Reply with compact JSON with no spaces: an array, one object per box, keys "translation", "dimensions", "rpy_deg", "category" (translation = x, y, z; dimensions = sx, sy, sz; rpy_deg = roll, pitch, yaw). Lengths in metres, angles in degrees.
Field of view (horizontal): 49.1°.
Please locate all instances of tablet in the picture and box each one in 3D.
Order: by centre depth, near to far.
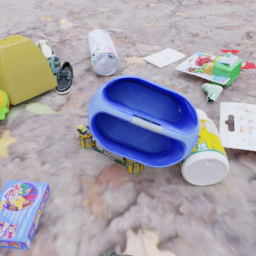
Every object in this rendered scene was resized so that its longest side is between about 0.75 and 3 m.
[{"translation":[1.731,-3.319,13.172],"dimensions":[1.789,0.122,1.164],"rpy_deg":[-30,49,-30],"category":"tablet"}]

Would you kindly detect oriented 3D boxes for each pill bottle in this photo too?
[{"translation":[1.989,0.435,7.896],"dimensions":[1.206,1.206,2.138],"rpy_deg":[1,41,1],"category":"pill bottle"}]

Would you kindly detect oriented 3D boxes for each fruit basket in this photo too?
[{"translation":[3.431,-2.628,11.594],"dimensions":[2.234,1.047,2.069],"rpy_deg":[31,49,28],"category":"fruit basket"}]

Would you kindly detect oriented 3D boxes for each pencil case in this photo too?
[{"translation":[-1.177,-3.412,12.465],"dimensions":[1.234,1.131,2.721],"rpy_deg":[15,34,-23],"category":"pencil case"}]

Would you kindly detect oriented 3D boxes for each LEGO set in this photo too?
[{"translation":[-0.207,-0.097,8.244],"dimensions":[2.697,1.563,2.074],"rpy_deg":[31,49,31],"category":"LEGO set"}]

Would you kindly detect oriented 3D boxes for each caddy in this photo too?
[{"translation":[0.375,-0.178,6.861],"dimensions":[2.722,1.925,1.429],"rpy_deg":[20,9,-9],"category":"caddy"}]

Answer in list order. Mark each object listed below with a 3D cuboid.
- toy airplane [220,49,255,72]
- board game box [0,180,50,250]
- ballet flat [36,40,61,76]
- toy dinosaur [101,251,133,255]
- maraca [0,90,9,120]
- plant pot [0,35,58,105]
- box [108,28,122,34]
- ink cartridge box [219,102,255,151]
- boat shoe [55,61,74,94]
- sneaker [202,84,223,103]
[{"translation":[4.793,-3.096,12.714],"dimensions":[1.996,0.367,1.996],"rpy_deg":[1,40,-1],"category":"toy airplane"},{"translation":[-2.644,2.012,6.686],"dimensions":[1.082,0.360,1.610],"rpy_deg":[4,40,4],"category":"board game box"},{"translation":[-3.688,-3.396,12.594],"dimensions":[1.084,1.084,2.921],"rpy_deg":[-20,44,-22],"category":"ballet flat"},{"translation":[0.315,2.965,5.512],"dimensions":[2.115,0.502,0.932],"rpy_deg":[8,34,4],"category":"toy dinosaur"},{"translation":[-4.499,-0.704,9.564],"dimensions":[1.035,0.807,1.509],"rpy_deg":[-37,53,8],"category":"maraca"},{"translation":[-4.083,-2.317,10.397],"dimensions":[1.896,1.940,1.884],"rpy_deg":[-32,41,-33],"category":"plant pot"},{"translation":[-0.701,-5.418,15.613],"dimensions":[0.806,0.156,0.167],"rpy_deg":[16,43,18],"category":"box"},{"translation":[4.259,0.225,8.623],"dimensions":[2.858,0.676,2.288],"rpy_deg":[8,42,13],"category":"ink cartridge box"},{"translation":[-2.556,-2.096,11.329],"dimensions":[0.705,0.626,1.887],"rpy_deg":[3,40,4],"category":"boat shoe"},{"translation":[3.018,-1.291,10.538],"dimensions":[0.409,0.656,1.112],"rpy_deg":[29,1,-20],"category":"sneaker"}]
